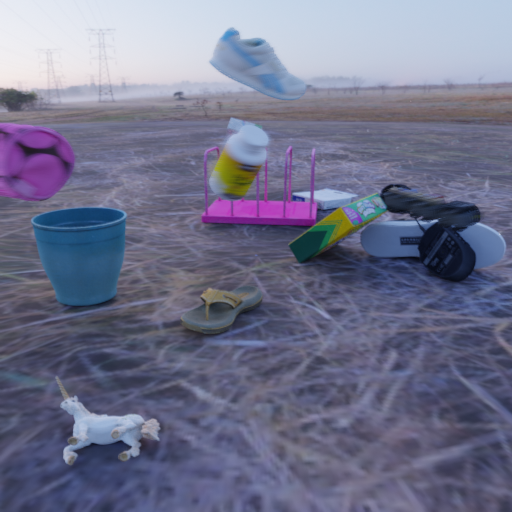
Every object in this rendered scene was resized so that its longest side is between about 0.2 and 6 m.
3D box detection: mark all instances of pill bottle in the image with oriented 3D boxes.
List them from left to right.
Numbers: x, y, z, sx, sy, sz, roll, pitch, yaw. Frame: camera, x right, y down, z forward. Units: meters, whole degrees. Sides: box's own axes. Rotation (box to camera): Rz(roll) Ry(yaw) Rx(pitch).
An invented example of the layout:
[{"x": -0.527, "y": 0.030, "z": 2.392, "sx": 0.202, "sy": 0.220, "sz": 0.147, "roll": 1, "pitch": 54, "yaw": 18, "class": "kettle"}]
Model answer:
[{"x": -0.263, "y": -1.502, "z": 9.066, "sx": 0.666, "sy": 1.219, "sz": 0.666, "roll": 15, "pitch": 47, "yaw": -17, "class": "pill bottle"}]

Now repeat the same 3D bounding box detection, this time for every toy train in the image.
[{"x": 2.188, "y": -0.645, "z": 7.138, "sx": 0.426, "sy": 0.318, "sz": 1.862, "roll": -20, "pitch": 19, "yaw": -12, "class": "toy train"}]

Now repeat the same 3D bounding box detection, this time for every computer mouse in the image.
[{"x": 3.170, "y": -0.510, "z": 10.465, "sx": 0.478, "sy": 0.823, "sz": 2.807, "roll": 10, "pitch": 34, "yaw": -30, "class": "computer mouse"}]

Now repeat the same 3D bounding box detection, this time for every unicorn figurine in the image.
[{"x": -1.501, "y": 1.636, "z": 5.333, "sx": 1.206, "sy": 0.445, "sz": 0.828, "roll": 14, "pitch": 7, "yaw": -2, "class": "unicorn figurine"}]

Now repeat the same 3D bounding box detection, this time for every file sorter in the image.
[{"x": 0.151, "y": -1.856, "z": 14.195, "sx": 2.773, "sy": 1.739, "sz": 1.927, "roll": 2, "pitch": 17, "yaw": 7, "class": "file sorter"}]

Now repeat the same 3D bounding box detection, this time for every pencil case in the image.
[{"x": -3.900, "y": -1.393, "z": 8.585, "sx": 2.530, "sy": 1.148, "sz": 1.185, "roll": 8, "pitch": 56, "yaw": 42, "class": "pencil case"}]

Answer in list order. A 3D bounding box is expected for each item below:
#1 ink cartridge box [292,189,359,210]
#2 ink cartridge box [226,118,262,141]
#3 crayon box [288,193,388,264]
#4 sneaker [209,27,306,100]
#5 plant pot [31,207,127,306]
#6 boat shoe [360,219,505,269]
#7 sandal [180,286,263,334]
[{"x": 1.962, "y": -1.613, "z": 15.863, "sx": 1.371, "sy": 0.278, "sz": 1.368, "roll": -12, "pitch": 21, "yaw": -34, "class": "ink cartridge box"}, {"x": -0.286, "y": -2.894, "z": 13.259, "sx": 0.779, "sy": 0.341, "sz": 0.566, "roll": 13, "pitch": -22, "yaw": 1, "class": "ink cartridge box"}, {"x": 1.622, "y": -0.552, "z": 10.889, "sx": 1.421, "sy": 0.480, "sz": 1.647, "roll": -35, "pitch": -7, "yaw": 38, "class": "crayon box"}, {"x": 0.185, "y": -3.900, "z": 11.548, "sx": 2.222, "sy": 0.898, "sz": 0.850, "roll": 13, "pitch": 30, "yaw": -33, "class": "sneaker"}, {"x": -2.722, "y": 0.022, "z": 8.862, "sx": 1.417, "sy": 1.332, "sz": 1.417, "roll": -1, "pitch": 17, "yaw": 0, "class": "plant pot"}, {"x": 3.371, "y": -0.342, "z": 10.784, "sx": 2.675, "sy": 0.918, "sz": 0.757, "roll": 7, "pitch": 17, "yaw": 28, "class": "boat shoe"}, {"x": -0.491, "y": 0.668, "z": 8.211, "sx": 0.712, "sy": 0.479, "sz": 1.772, "roll": 10, "pitch": 20, "yaw": 30, "class": "sandal"}]
